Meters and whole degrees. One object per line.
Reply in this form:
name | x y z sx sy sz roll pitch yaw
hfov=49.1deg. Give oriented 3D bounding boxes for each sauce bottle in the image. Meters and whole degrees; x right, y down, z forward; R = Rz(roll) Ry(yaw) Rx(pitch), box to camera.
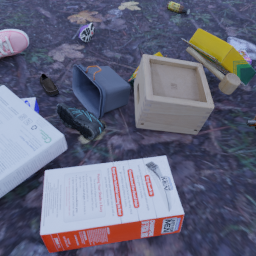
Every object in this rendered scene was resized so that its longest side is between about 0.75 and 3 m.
sauce bottle | 2.427 -5.780 13.506 1.190 0.385 0.385 32 53 29

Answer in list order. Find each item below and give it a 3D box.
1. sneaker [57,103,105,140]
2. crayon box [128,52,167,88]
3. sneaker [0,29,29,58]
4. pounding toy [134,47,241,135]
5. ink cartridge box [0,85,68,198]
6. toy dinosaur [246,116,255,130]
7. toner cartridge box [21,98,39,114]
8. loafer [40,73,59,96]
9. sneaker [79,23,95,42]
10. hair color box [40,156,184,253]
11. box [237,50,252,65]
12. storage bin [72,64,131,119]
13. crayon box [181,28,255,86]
sneaker | -1.341 -0.236 7.848 1.581 0.596 0.627 35 43 20
crayon box | 0.662 -1.970 9.256 0.885 0.354 1.395 -21 28 46
sneaker | -4.874 -2.732 10.014 2.570 0.967 1.344 -10 44 -2
pounding toy | 1.658 -1.101 8.050 2.837 1.298 2.492 7 51 -10
ink cartridge box | -3.370 0.404 6.423 2.865 0.582 2.859 -36 54 -29
toy dinosaur | 3.506 -0.078 6.612 1.371 1.032 2.020 5 10 28
toner cartridge box | -3.033 0.077 7.500 1.043 0.474 2.196 -6 45 -6
loafer | -2.606 -1.414 9.075 0.397 0.388 1.088 -29 52 -26
sneaker | -1.795 -3.937 11.667 0.559 0.541 1.341 -6 34 16
hair color box | -0.345 1.514 5.795 2.648 0.847 1.469 -7 44 -5
box | 3.848 -2.606 10.392 1.189 0.232 0.813 0 45 0
storage bin | -0.775 -1.282 8.463 1.173 1.271 1.747 -18 46 -31
crayon box | 2.868 -2.237 8.684 2.328 0.600 1.464 17 24 -46
